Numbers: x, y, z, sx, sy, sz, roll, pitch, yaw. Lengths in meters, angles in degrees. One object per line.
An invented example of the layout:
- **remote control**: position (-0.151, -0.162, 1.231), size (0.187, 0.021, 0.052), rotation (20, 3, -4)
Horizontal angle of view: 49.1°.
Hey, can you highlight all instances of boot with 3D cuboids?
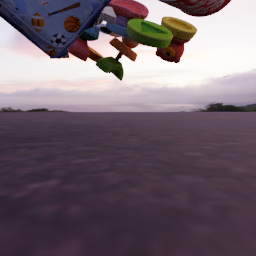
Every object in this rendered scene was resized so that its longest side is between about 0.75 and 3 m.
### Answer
- **boot**: position (-0.587, -3.418, 9.936), size (1.100, 0.405, 0.526), rotation (6, 29, -22)

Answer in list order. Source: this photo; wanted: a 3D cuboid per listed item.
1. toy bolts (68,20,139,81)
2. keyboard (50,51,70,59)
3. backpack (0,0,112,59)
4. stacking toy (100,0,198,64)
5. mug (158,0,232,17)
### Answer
- **toy bolts**: position (-0.972, -3.066, 9.398), size (2.444, 1.695, 2.335), rotation (17, 23, -51)
- **keyboard**: position (-2.368, -3.086, 8.884), size (0.694, 0.132, 2.467), rotation (1, -29, -2)
- **backpack**: position (-1.366, -2.861, 5.029), size (2.670, 2.543, 2.057), rotation (39, 3, -37)
- **stacking toy**: position (0.293, -2.691, 8.192), size (2.847, 1.202, 2.577), rotation (29, 39, 14)
- **mug**: position (1.357, -3.329, 5.297), size (1.756, 2.336, 2.632), rotation (41, 31, 7)
